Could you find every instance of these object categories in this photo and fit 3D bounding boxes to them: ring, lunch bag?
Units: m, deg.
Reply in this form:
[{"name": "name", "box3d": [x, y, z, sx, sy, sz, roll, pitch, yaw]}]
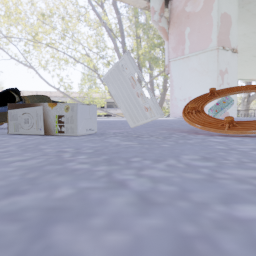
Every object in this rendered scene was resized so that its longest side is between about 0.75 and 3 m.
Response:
[{"name": "ring", "box3d": [2.297, -0.508, 5.393, 2.510, 0.241, 2.510, -10, 22, 4]}, {"name": "lunch bag", "box3d": [3.415, -0.735, 10.336, 1.021, 0.394, 0.819, -40, -21, 9]}]

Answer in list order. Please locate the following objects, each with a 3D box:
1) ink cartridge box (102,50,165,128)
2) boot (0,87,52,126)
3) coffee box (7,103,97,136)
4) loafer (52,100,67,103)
[{"name": "ink cartridge box", "box3d": [0.200, -0.904, 6.831, 0.510, 1.639, 2.037, -32, 4, -23]}, {"name": "boot", "box3d": [-2.858, -0.623, 7.532, 2.144, 0.801, 1.039, -24, -4, -41]}, {"name": "coffee box", "box3d": [-1.370, -0.170, 5.138, 1.418, 0.565, 0.811, 1, 2, 17]}, {"name": "loafer", "box3d": [-3.138, -0.766, 11.985, 0.887, 0.858, 2.527, 2, -10, 32]}]
